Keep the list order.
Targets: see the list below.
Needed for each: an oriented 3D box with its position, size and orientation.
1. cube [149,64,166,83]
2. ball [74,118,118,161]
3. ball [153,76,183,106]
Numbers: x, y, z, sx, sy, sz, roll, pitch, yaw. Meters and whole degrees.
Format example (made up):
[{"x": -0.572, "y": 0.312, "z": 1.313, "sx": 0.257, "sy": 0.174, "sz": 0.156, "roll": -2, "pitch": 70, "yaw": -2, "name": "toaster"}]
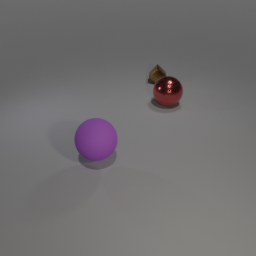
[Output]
[{"x": 1.631, "y": -2.943, "z": 15.429, "sx": 0.700, "sy": 0.700, "sz": 0.700, "roll": 38, "pitch": 28, "yaw": -17, "name": "cube"}, {"x": -1.035, "y": 0.370, "z": 9.120, "sx": 1.400, "sy": 1.400, "sz": 1.400, "roll": 0, "pitch": 33, "yaw": 0, "name": "ball"}, {"x": 1.864, "y": -1.716, "z": 13.089, "sx": 1.400, "sy": 1.400, "sz": 1.400, "roll": 0, "pitch": 33, "yaw": 0, "name": "ball"}]
